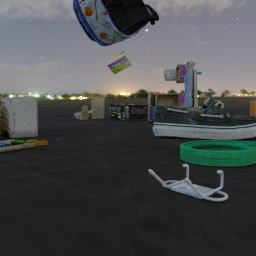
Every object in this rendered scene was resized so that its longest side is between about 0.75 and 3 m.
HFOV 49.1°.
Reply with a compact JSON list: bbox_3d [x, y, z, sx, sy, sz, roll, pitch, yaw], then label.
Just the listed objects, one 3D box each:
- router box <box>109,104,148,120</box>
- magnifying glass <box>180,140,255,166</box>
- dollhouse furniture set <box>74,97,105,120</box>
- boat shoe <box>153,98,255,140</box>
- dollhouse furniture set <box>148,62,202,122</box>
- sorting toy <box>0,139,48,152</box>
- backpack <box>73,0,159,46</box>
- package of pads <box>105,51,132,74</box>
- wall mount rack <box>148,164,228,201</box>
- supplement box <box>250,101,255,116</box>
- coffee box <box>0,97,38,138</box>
[{"bbox_3d":[0.188,-0.851,14.542,1.847,0.766,2.464,-2,6,-18],"label":"router box"},{"bbox_3d":[2.219,0.378,4.648,2.778,0.311,1.106,-3,6,-10],"label":"magnifying glass"},{"bbox_3d":[-2.278,-1.067,14.922,1.635,1.130,1.732,-5,7,-44],"label":"dollhouse furniture set"},{"bbox_3d":[2.077,-0.262,7.122,2.879,1.021,1.038,0,6,2],"label":"boat shoe"},{"bbox_3d":[1.737,-1.496,10.923,1.901,2.750,2.913,0,-6,4],"label":"dollhouse furniture set"},{"bbox_3d":[-2.348,0.304,5.735,0.932,0.167,1.250,4,7,35],"label":"sorting toy"},{"bbox_3d":[-0.357,-2.415,5.527,1.266,1.644,1.566,-21,24,31],"label":"backpack"},{"bbox_3d":[-0.428,-3.224,13.922,1.111,0.379,0.859,-25,-34,16],"label":"package of pads"},{"bbox_3d":[0.590,0.534,2.811,0.652,0.280,0.750,-5,7,-43],"label":"wall mount rack"},{"bbox_3d":[7.137,-0.895,13.158,0.983,1.017,2.956,-2,4,-18],"label":"supplement box"},{"bbox_3d":[-3.223,-0.342,7.840,0.739,1.047,1.852,-4,7,-40],"label":"coffee box"}]
